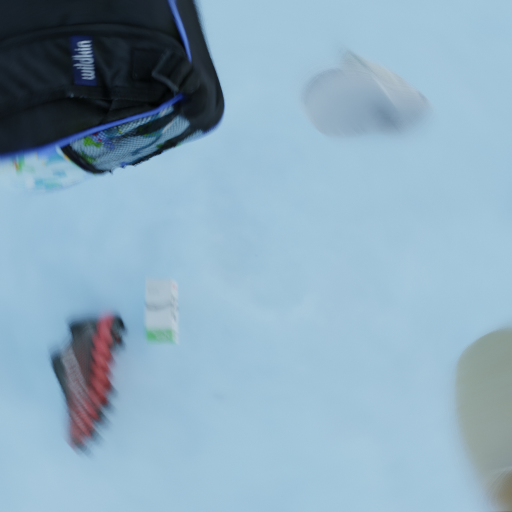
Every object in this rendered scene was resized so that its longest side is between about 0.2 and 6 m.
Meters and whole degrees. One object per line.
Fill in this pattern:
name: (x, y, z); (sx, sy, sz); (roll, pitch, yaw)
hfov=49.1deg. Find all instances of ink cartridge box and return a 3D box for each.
ink cartridge box: (-1.407, 0.831, 8.354); (0.396, 0.687, 0.941); (-1, 83, 0)

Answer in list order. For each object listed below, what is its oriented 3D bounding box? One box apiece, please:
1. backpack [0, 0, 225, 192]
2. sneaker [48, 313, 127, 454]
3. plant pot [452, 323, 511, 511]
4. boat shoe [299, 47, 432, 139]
backpack: (-2.022, -2.107, 6.064); (3.022, 2.220, 2.765); (-17, 83, 9)
sneaker: (-2.574, 1.804, 8.212); (0.999, 0.723, 2.044); (8, 81, 1)
plant pot: (2.575, 1.350, 5.225); (1.822, 1.822, 1.224); (-24, 44, -3)
boat shoe: (1.109, -1.901, 6.258); (2.149, 0.794, 0.916); (-10, 57, -43)
